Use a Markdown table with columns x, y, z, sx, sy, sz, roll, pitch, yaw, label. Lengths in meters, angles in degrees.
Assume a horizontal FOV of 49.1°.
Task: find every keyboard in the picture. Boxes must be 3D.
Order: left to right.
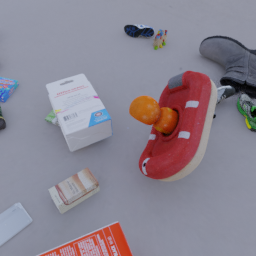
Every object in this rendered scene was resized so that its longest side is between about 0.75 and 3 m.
| x | y | z | sx | sy | sz | roll | pitch | yaw | label |
| --- | --- | --- | --- | --- | --- | --- | --- | --- | --- |
| -3.377 | 2.666 | 6.351 | 2.390 | 0.127 | 0.673 | -36 | 64 | -26 | keyboard |

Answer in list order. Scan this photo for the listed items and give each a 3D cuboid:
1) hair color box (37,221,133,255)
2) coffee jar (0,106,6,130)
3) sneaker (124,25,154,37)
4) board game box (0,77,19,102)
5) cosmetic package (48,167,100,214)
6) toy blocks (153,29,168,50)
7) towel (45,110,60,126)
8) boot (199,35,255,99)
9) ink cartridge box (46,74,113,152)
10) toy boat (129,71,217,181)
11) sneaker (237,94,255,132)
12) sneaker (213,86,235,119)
| x | y | z | sx | sy | sz | roll | pitch | yaw | label |
| --- | --- | --- | --- | --- | --- | --- | --- | --- | --- |
| -1.338 | 2.953 | 5.092 | 2.948 | 1.635 | 0.942 | -18 | 52 | -14 | hair color box |
| -4.116 | -0.335 | 8.648 | 0.515 | 0.421 | 0.988 | -23 | 54 | -18 | coffee jar |
| 0.483 | -4.117 | 11.868 | 1.331 | 0.504 | 0.513 | 13 | 31 | 9 | sneaker |
| -4.321 | -1.332 | 9.623 | 0.721 | 0.213 | 0.948 | 12 | 51 | 10 | board game box |
| -1.334 | 1.554 | 7.016 | 1.121 | 0.489 | 0.579 | -30 | 56 | -23 | cosmetic package |
| 1.315 | -3.670 | 11.314 | 0.463 | 0.634 | 0.927 | 29 | 55 | 22 | toy blocks |
| -1.769 | -0.360 | 8.855 | 1.395 | 0.214 | 1.041 | 18 | 50 | 18 | towel |
| 3.608 | -2.210 | 9.918 | 2.823 | 0.985 | 1.858 | 23 | 58 | 23 | boot |
| -1.490 | -0.548 | 8.336 | 1.319 | 0.777 | 2.292 | -20 | 51 | -15 | ink cartridge box |
| 0.868 | -0.183 | 6.919 | 1.876 | 1.873 | 2.870 | 21 | 76 | -22 | toy boat |
| 3.880 | -0.585 | 8.749 | 0.544 | 0.594 | 1.395 | -6 | 50 | -5 | sneaker |
| 2.769 | -0.729 | 8.943 | 1.616 | 0.606 | 0.933 | -16 | 56 | 0 | sneaker |
